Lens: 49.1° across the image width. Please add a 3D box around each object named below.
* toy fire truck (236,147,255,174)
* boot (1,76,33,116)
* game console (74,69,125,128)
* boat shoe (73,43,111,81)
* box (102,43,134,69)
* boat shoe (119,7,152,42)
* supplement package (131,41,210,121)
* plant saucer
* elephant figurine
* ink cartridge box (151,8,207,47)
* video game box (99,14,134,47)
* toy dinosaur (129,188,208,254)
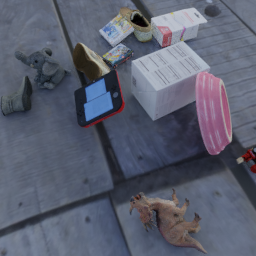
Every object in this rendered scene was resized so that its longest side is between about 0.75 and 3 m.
[{"bbox_3d":[4.388,1.232,10.029,0.989,0.637,0.871,-24,59,-2],"label":"toy fire truck"},{"bbox_3d":[-4.733,-1.406,11.774,1.222,0.634,1.871,-10,55,0],"label":"boot"},{"bbox_3d":[-1.170,-1.120,10.895,2.099,0.326,1.857,-23,65,21],"label":"game console"},{"bbox_3d":[-1.619,-2.900,12.620,0.938,1.042,2.888,5,33,-42],"label":"boat shoe"},{"bbox_3d":[-0.469,-3.439,13.323,0.885,0.244,1.296,38,64,22],"label":"box"},{"bbox_3d":[0.406,-5.537,14.329,1.013,0.909,2.738,-28,60,-17],"label":"boat shoe"},{"bbox_3d":[1.616,-1.915,11.329,2.429,1.843,1.830,-25,60,-16],"label":"supplement package"},{"bbox_3d":[3.072,-0.552,9.785,0.742,2.927,2.927,-8,52,25],"label":"plant saucer"},{"bbox_3d":[-3.499,-2.685,11.739,1.436,2.030,1.575,17,58,11],"label":"elephant figurine"},{"bbox_3d":[2.538,-5.095,14.085,2.458,0.830,1.432,-19,58,-11],"label":"ink cartridge box"},{"bbox_3d":[-0.583,-4.869,13.981,1.362,0.319,1.241,-40,65,1],"label":"video game box"},{"bbox_3d":[1.242,2.938,8.637,1.701,1.077,2.510,-32,75,-10],"label":"toy dinosaur"}]
